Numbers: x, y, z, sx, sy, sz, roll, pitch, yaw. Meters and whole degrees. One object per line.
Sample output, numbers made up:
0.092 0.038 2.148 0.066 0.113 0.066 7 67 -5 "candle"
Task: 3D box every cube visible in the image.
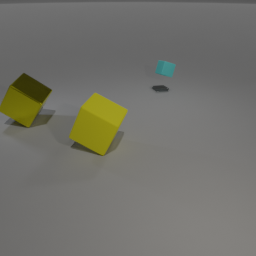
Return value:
-1.038 -0.161 10.017 1.400 1.400 1.400 28 30 -1 "cube"
-4.272 -1.174 11.747 1.400 1.400 1.400 32 30 -14 "cube"
1.973 -3.134 14.830 0.700 0.700 0.700 10 13 -27 "cube"
